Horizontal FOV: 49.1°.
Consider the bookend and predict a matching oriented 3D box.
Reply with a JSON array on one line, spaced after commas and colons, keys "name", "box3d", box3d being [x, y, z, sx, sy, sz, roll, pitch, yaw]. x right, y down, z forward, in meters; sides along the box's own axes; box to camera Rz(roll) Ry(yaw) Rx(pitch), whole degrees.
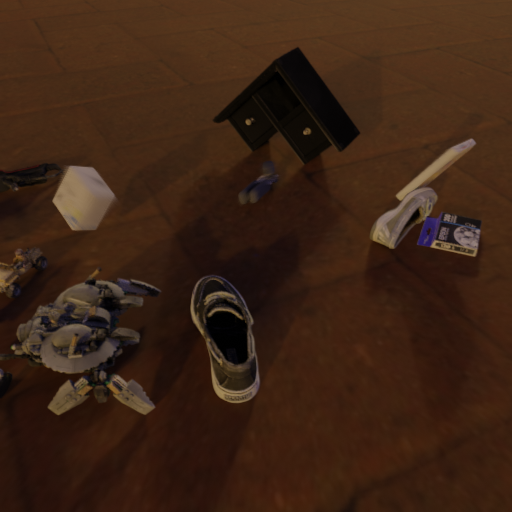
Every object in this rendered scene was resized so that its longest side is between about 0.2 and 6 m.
[{"name": "bookend", "box3d": [0.715, -3.278, 14.074, 2.605, 2.589, 1.200, -29, 12, 44]}]

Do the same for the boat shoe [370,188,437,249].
[{"name": "boat shoe", "box3d": [3.113, -0.762, 11.404, 1.910, 0.704, 0.612, -32, 54, -30]}]

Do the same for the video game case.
[{"name": "video game case", "box3d": [3.810, -1.823, 11.845, 0.178, 1.552, 1.412, 52, 39, 9]}]

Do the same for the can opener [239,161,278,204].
[{"name": "can opener", "box3d": [0.047, -1.696, 12.620, 0.465, 0.583, 1.743, -4, 21, 21]}]

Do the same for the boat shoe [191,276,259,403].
[{"name": "boat shoe", "box3d": [-0.467, 1.021, 8.800, 0.931, 0.838, 2.634, -9, 37, -12]}]

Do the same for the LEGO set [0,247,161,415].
[{"name": "LEGO set", "box3d": [-3.155, 0.852, 8.692, 4.397, 1.246, 2.856, 16, 40, 20]}]

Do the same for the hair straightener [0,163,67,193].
[{"name": "hair straightener", "box3d": [-5.489, -1.645, 12.857, 2.429, 0.497, 0.935, -14, 39, -26]}]

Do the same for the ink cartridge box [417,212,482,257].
[{"name": "ink cartridge box", "box3d": [3.935, -0.481, 11.359, 1.127, 0.245, 1.116, 13, 39, 18]}]

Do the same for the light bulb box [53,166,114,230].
[{"name": "light bulb box", "box3d": [-3.412, -1.130, 11.038, 0.905, 0.913, 0.570, 50, 29, 23]}]
